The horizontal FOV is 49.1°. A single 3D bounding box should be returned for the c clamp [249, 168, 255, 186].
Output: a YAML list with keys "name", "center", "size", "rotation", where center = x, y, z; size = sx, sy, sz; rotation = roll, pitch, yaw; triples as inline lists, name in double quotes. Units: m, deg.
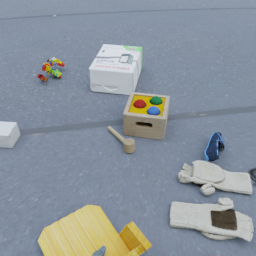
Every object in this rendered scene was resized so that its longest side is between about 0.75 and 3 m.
- name: "c clamp"
  center: [4.505, 1.611, 9.124]
  size: [1.159, 0.157, 0.990]
  rotation: [-16, 35, -18]

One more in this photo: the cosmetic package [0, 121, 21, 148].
- name: "cosmetic package"
  center: [-4.945, 0.215, 10.411]
  size: [1.544, 0.655, 0.831]
  rotation: [5, 38, 5]

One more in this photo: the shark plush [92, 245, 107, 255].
- name: "shark plush"
  center: [-0.885, 3.154, 6.552]
  size: [0.955, 0.398, 0.434]
  rotation: [-25, 51, -28]

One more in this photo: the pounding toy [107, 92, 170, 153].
- name: "pounding toy"
  center: [0.313, -0.298, 10.630]
  size: [2.264, 1.179, 2.577]
  rotation: [8, 39, 9]

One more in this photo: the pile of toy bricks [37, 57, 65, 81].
- name: "pile of toy bricks"
  center: [-3.764, -2.849, 14.158]
  size: [0.941, 1.058, 1.906]
  rotation: [28, 22, -9]

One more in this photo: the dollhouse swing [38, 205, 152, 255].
- name: "dollhouse swing"
  center: [-1.000, 2.670, 6.593]
  size: [2.163, 1.966, 1.902]
  rotation: [-23, 65, -25]

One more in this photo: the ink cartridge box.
- name: "ink cartridge box"
  center: [-0.520, -2.973, 13.880]
  size: [2.114, 1.221, 2.905]
  rotation: [6, 40, 8]

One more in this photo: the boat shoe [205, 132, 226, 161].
- name: "boat shoe"
  center: [3.128, 0.697, 9.804]
  size: [0.540, 0.662, 1.572]
  rotation: [1, 37, 31]

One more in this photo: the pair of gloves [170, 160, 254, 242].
- name: "pair of gloves"
  center: [2.541, 2.003, 8.370]
  size: [2.288, 0.472, 2.691]
  rotation: [12, 40, 15]
